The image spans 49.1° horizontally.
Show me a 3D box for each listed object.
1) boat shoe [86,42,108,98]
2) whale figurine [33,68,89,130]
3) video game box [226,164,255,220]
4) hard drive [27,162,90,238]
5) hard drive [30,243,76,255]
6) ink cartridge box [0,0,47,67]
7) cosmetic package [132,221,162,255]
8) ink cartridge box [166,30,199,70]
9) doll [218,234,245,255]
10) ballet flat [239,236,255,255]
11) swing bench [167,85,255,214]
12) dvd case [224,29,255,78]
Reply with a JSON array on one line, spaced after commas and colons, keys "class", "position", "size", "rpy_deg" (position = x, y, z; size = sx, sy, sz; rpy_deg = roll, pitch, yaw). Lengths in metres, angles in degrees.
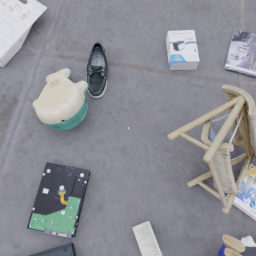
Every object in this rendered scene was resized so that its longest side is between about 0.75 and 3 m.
[{"class": "boat shoe", "position": [-1.038, -2.011, 9.438], "size": [0.744, 0.660, 1.991], "rpy_deg": [7, 68, 3]}, {"class": "whale figurine", "position": [-2.047, -0.898, 8.874], "size": [1.868, 1.219, 2.349], "rpy_deg": [-23, 46, 4]}, {"class": "video game box", "position": [3.681, 1.877, 8.075], "size": [1.193, 0.307, 1.310], "rpy_deg": [36, 73, 11]}, {"class": "hard drive", "position": [-1.929, 2.022, 7.979], "size": [1.332, 0.361, 1.907], "rpy_deg": [9, 68, 4]}, {"class": "hard drive", "position": [-2.551, 4.292, 7.007], "size": [2.791, 0.459, 1.948], "rpy_deg": [-15, 69, -6]}, {"class": "ink cartridge box", "position": [-4.559, -3.818, 9.946], "size": [2.176, 0.677, 2.704], "rpy_deg": [33, 67, -3]}, {"class": "cosmetic package", "position": [0.510, 3.070, 7.524], "size": [0.504, 0.425, 0.975], "rpy_deg": [-18, 69, -8]}, {"class": "ink cartridge box", "position": [1.889, -2.721, 9.781], "size": [0.951, 0.549, 1.311], "rpy_deg": [-3, 68, -1]}, {"class": "doll", "position": [1.874, 3.773, 6.499], "size": [0.609, 1.714, 2.512], "rpy_deg": [25, 109, 8]}, {"class": "ballet flat", "position": [3.492, 3.301, 7.271], "size": [2.605, 0.951, 0.951], "rpy_deg": [-1, 68, 6]}, {"class": "swing bench", "position": [2.568, 0.520, 7.346], "size": [2.279, 2.267, 1.479], "rpy_deg": [-39, 38, -13]}, {"class": "dvd case", "position": [4.274, -2.655, 9.979], "size": [1.350, 0.145, 1.815], "rpy_deg": [18, 69, 7]}]
